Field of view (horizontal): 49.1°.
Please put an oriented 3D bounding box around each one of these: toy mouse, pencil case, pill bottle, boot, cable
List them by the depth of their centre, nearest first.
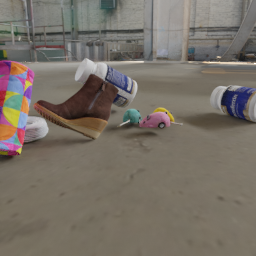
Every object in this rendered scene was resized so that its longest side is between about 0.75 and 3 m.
[{"bbox_3d":[-2.735,-0.412,6.294,0.945,2.138,0.945,7,-14,2],"label":"pencil case"},{"bbox_3d":[-1.313,-0.735,7.390,1.915,1.593,0.693,25,-15,-19],"label":"boot"},{"bbox_3d":[-2.827,0.035,7.656,1.254,0.434,1.254,-15,22,-40],"label":"cable"},{"bbox_3d":[0.544,-0.325,8.409,2.000,0.435,2.250,-6,12,-28],"label":"toy mouse"},{"bbox_3d":[3.839,-0.901,9.681,1.068,1.068,1.845,-9,19,-29],"label":"pill bottle"},{"bbox_3d":[-0.816,-1.672,10.348,2.128,1.182,1.182,25,3,-30],"label":"pill bottle"}]
